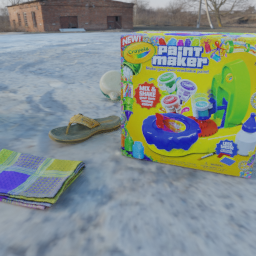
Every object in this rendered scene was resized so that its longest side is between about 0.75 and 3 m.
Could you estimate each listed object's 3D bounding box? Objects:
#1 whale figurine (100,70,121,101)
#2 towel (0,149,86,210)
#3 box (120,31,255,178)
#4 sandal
[{"bbox_3d":[-0.271,-1.479,10.801,1.702,0.883,1.354,24,62,8],"label":"whale figurine"},{"bbox_3d":[-2.076,0.931,5.643,2.170,0.247,1.558,7,24,16],"label":"towel"},{"bbox_3d":[1.438,-0.701,6.297,2.842,2.737,1.734,7,23,19],"label":"box"},{"bbox_3d":[-1.133,-0.130,7.698,2.265,0.612,0.910,-17,28,-35],"label":"sandal"}]
